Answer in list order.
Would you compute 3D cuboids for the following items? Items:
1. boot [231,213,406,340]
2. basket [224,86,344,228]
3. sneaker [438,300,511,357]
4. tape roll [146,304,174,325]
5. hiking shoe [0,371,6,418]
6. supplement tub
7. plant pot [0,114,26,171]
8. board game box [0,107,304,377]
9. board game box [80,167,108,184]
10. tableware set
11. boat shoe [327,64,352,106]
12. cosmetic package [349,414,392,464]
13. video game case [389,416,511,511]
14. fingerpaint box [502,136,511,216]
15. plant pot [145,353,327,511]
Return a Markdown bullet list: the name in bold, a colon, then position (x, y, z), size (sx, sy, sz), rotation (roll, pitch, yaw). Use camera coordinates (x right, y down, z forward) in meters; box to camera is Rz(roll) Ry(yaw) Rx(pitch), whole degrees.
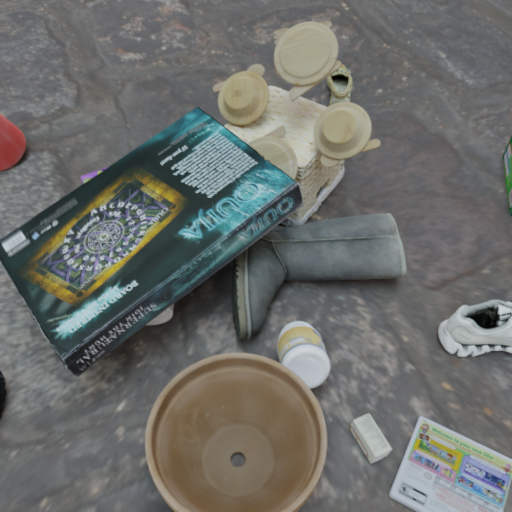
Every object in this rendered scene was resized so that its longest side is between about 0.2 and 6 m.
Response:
- **boot**: position (1.133, 0.289, 10.181), size (3.111, 1.129, 2.829), rotation (6, 55, -5)
- **basket**: position (0.590, -2.063, 11.541), size (2.097, 1.686, 2.078), rotation (29, 56, 19)
- **sneaker**: position (4.331, 1.159, 9.453), size (2.328, 0.944, 0.875), rotation (-5, 50, -6)
- **tape roll**: position (-1.941, 0.657, 9.721), size (1.063, 1.063, 0.730), rotation (1, 57, 1)
- **hiking shoe**: position (-4.668, 2.585, 8.372), size (1.095, 0.824, 2.175), rotation (15, 54, 8)
- **supplement tub**: position (0.735, 1.570, 9.014), size (0.760, 0.760, 1.051), rotation (-3, 20, -2)
- **plant pot**: position (-5.855, -2.633, 12.139), size (1.270, 1.123, 1.270), rotation (-2, 69, 5)
- **board game box**: position (-1.874, -0.500, 9.450), size (4.520, 0.636, 3.057), rotation (-37, 54, -13)
- **board game box**: position (-2.228, -0.898, 11.422), size (1.795, 0.483, 2.991), rotation (-21, 54, -21)
- **tableware set**: position (0.582, -2.631, 10.331), size (2.672, 0.371, 3.199), rotation (-22, 77, 17)
- **boat shoe**: position (2.105, -4.350, 14.053), size (0.643, 0.555, 1.763), rotation (7, 52, 5)
- **cosmetic package**: position (1.736, 2.784, 8.551), size (0.328, 0.277, 0.634), rotation (-14, 52, -22)
- **video game case**: position (2.896, 3.284, 8.244), size (1.492, 0.165, 1.358), rotation (23, 55, 18)
- **fingerpaint box**: position (6.183, -1.642, 11.817), size (1.579, 0.694, 1.893), rotation (9, 52, 7)
- **plant pot**: position (-0.273, 2.740, 8.046), size (2.482, 1.146, 2.482), rotation (0, 52, 0)
